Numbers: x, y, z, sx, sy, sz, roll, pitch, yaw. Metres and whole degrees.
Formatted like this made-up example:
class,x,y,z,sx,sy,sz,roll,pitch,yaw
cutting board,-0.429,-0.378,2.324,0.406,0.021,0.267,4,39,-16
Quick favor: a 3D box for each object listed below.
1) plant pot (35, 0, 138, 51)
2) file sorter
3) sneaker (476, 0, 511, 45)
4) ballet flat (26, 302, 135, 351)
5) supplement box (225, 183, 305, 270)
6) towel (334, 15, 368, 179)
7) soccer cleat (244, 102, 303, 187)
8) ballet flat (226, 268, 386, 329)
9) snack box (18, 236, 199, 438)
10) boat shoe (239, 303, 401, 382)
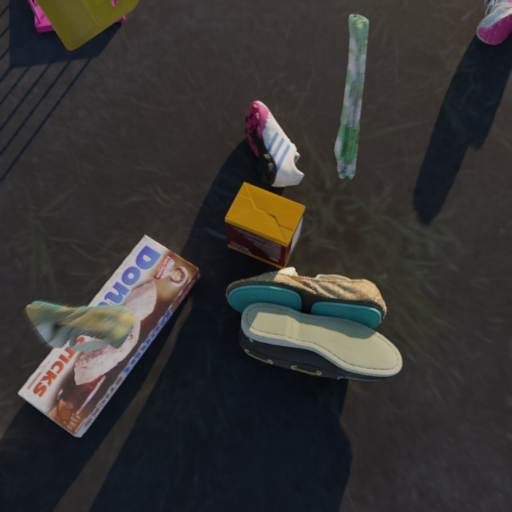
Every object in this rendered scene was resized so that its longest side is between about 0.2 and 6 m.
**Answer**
class,x,y,z,sx,sy,sz,roll,pitch,yaw
plant pot,-2.420,-3.844,8.142,1.194,1.194,1.053,-45,37,-21
file sorter,-4.224,-6.842,12.513,1.977,1.785,2.846,-9,67,-4
sneaker,5.467,-5.520,12.514,0.942,0.869,2.136,40,64,17
ballet flat,-2.616,1.022,7.962,1.982,0.701,0.701,0,64,27
supplement box,0.150,-0.511,10.122,1.185,1.201,0.797,23,69,9
towel,1.300,-2.253,7.839,0.238,2.032,1.550,3,25,4
soccer cleat,0.362,-2.208,11.226,0.874,0.707,2.024,0,61,-26
ballet flat,0.876,0.692,9.913,2.767,0.976,0.903,10,41,1
snack box,-2.472,1.318,9.764,1.237,0.418,3.441,31,70,12
boat shoe,1.040,1.561,9.474,2.721,0.819,0.970,17,44,5
